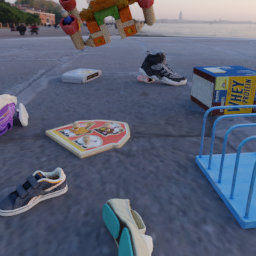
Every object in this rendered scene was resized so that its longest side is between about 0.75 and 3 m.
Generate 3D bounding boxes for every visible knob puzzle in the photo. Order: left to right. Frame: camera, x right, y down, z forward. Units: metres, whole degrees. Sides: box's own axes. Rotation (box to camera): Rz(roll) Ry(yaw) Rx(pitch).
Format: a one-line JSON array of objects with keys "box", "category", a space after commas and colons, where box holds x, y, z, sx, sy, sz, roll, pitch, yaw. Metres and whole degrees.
[{"box": [-0.910, 0.055, 7.979, 2.424, 0.336, 2.424, 0, 22, 0], "category": "knob puzzle"}]

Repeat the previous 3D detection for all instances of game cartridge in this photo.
[{"box": [-2.515, -2.817, 14.994, 1.444, 0.450, 2.168, 12, 25, 17], "category": "game cartridge"}]

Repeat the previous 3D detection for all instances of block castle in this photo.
[{"box": [-0.681, -3.790, 8.643, 2.891, 1.356, 1.932, -16, 53, 7], "category": "block castle"}]

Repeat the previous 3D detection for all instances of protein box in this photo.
[{"box": [3.652, -1.466, 10.351, 1.985, 1.349, 1.999, -3, 22, -9], "category": "protein box"}]

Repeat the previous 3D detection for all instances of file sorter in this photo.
[{"box": [2.478, 0.550, 5.372, 1.573, 1.391, 2.268, -3, 23, -6], "category": "file sorter"}]

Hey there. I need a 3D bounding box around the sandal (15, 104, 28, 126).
[{"box": [-3.460, -0.434, 9.006, 0.321, 0.532, 1.307, -21, 26, -10], "category": "sandal"}]

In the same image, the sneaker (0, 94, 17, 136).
[{"box": [-3.859, -0.359, 8.212, 1.121, 1.160, 2.780, -7, 7, -15], "category": "sneaker"}]

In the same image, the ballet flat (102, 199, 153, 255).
[{"box": [0.061, 1.567, 4.055, 0.580, 0.580, 1.668, -6, 23, -15], "category": "ballet flat"}]

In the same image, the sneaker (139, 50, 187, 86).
[{"box": [1.823, -2.985, 13.682, 2.420, 1.377, 0.913, 18, 25, 5], "category": "sneaker"}]

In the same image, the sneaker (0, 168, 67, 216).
[{"box": [-1.761, 1.113, 5.159, 1.309, 0.520, 0.513, -20, 31, -37], "category": "sneaker"}]

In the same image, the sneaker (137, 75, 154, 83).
[{"box": [0.891, -2.496, 14.241, 0.897, 0.338, 0.469, 8, 18, 8], "category": "sneaker"}]
